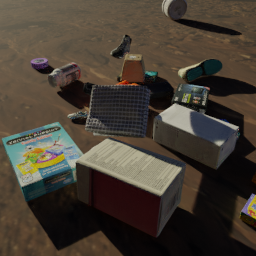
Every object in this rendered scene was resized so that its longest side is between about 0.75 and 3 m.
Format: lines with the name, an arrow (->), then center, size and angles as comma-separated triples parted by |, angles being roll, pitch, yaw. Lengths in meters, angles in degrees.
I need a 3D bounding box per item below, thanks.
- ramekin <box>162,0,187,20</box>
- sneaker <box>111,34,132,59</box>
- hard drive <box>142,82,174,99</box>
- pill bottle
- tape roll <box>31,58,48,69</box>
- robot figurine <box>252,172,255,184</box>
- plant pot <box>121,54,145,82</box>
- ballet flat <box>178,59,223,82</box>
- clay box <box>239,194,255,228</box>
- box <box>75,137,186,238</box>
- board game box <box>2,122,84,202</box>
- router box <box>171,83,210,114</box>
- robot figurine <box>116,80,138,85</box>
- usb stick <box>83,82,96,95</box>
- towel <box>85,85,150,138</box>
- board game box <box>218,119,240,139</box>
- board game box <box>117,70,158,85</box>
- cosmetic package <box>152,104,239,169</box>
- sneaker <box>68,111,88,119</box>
ramekin -> 4.375, -11.093, 25.716 | 2.243, 2.243, 1.177 | -9, 44, -14
sneaker -> -0.235, -3.300, 11.130 | 0.525, 0.808, 1.400 | 25, 33, 7
hard drive -> 1.260, -1.760, 13.128 | 1.604, 0.339, 1.082 | -10, 32, -6
pill bottle -> -3.180, -2.611, 14.013 | 0.906, 0.906, 1.636 | 22, 39, 29
tape roll -> -5.137, -3.757, 16.286 | 0.952, 0.312, 0.952 | 0, 33, 0
robot figurine -> 4.397, 1.689, 7.942 | 1.090, 0.438, 1.503 | -24, 40, -28
plant pot -> 0.281, -3.065, 14.082 | 1.196, 1.059, 1.194 | 4, 35, 4
ballet flat -> 3.804, -3.109, 14.897 | 2.662, 0.925, 0.925 | -19, 38, -25
clay box -> 3.671, 2.319, 7.081 | 1.403, 0.334, 0.806 | 24, 41, 33
box -> 0.062, 1.422, 7.337 | 2.441, 1.330, 1.561 | 17, 31, 27
board game box -> -2.678, 0.907, 8.959 | 1.999, 0.622, 2.648 | -19, 38, -26
router box -> 2.744, -1.233, 12.209 | 1.439, 0.596, 1.920 | 10, 35, 14
robot figurine -> -0.086, -1.353, 12.006 | 1.771, 1.033, 1.274 | -13, 32, -19
usb stick -> -0.507, -1.172, 10.018 | 2.200, 0.359, 0.610 | 14, 33, -12
towel -> -0.346, -0.514, 8.465 | 1.893, 1.567, 0.810 | 4, -4, 22
board game box -> 3.526, 0.035, 10.530 | 0.837, 0.248, 1.100 | 0, 33, -15
board game box -> 0.519, -2.731, 14.769 | 1.929, 0.272, 1.305 | 9, 34, 13
cosmetic package -> 2.281, 0.205, 9.668 | 2.550, 1.035, 1.439 | 28, 43, 34
sneaker -> -2.057, -0.547, 11.457 | 0.820, 0.297, 0.295 | -7, 35, -7
